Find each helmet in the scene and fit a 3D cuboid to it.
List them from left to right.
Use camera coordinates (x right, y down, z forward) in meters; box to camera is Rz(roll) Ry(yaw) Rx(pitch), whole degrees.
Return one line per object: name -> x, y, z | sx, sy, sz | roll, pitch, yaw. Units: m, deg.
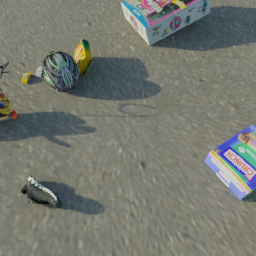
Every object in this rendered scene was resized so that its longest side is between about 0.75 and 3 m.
helmet -> -2.135, -1.800, 8.961 | 1.235, 1.235, 1.178 | -27, 42, -18

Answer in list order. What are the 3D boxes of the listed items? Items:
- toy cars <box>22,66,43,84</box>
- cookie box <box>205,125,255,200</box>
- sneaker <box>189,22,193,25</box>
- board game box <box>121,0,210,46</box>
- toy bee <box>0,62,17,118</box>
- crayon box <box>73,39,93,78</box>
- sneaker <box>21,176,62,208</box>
toy cars -> -3.209, -1.852, 9.509 | 0.995, 0.220, 0.446 | -34, 62, -22
cookie box -> 3.097, 0.857, 7.327 | 1.601, 0.602, 1.370 | -29, 61, -19
sneaker -> 2.123, -4.465, 11.261 | 1.075, 0.411, 0.405 | 29, 59, 20
board game box -> 1.427, -4.641, 10.763 | 2.731, 0.878, 2.014 | -31, 59, -3
toy bee -> -3.951, -0.537, 8.054 | 2.410, 1.310, 1.577 | -28, 35, 18
crayon box -> -1.541, -2.387, 9.553 | 0.295, 0.738, 1.163 | 13, 45, -34
sneaker -> -2.155, 1.702, 6.875 | 1.221, 0.406, 0.552 | 29, 62, 23
